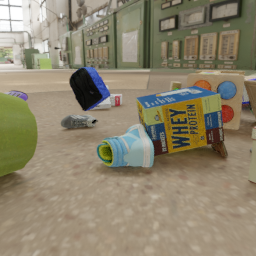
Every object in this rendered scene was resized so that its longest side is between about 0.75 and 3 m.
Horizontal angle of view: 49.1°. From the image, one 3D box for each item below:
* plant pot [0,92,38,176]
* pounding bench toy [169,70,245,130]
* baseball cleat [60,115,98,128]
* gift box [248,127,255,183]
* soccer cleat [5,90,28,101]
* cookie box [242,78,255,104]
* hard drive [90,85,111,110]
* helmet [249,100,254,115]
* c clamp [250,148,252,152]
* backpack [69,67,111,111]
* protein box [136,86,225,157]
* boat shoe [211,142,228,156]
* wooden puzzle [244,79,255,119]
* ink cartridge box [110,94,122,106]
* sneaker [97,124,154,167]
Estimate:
[{"bbox_3d":[-3.102,0.117,5.009,2.596,2.596,2.465,10,6,32],"label":"plant pot"},{"bbox_3d":[2.659,-1.140,10.295,2.892,1.797,2.256,6,17,22],"label":"pounding bench toy"},{"bbox_3d":[-1.598,-0.229,9.480,1.300,0.453,0.692,-15,21,-43],"label":"baseball cleat"},{"bbox_3d":[3.138,0.427,5.375,1.366,1.275,1.260,-15,22,-42],"label":"gift box"},{"bbox_3d":[-6.037,-1.389,13.709,2.149,0.733,0.786,0,39,-22],"label":"soccer cleat"},{"bbox_3d":[5.966,-1.778,13.049,2.868,1.078,2.454,-3,9,45],"label":"cookie box"},{"bbox_3d":[-1.443,-1.450,13.150,1.157,0.234,1.755,-7,36,-4],"label":"hard drive"},{"bbox_3d":[5.106,-0.936,10.008,1.476,1.548,1.548,-17,20,-22],"label":"helmet"},{"bbox_3d":[4.157,0.582,6.731,2.124,0.288,1.815,-6,16,-24],"label":"c clamp"},{"bbox_3d":[-1.248,-1.307,9.016,0.998,1.228,1.031,-32,1,25],"label":"backpack"},{"bbox_3d":[1.293,-0.277,7.518,1.831,1.235,1.817,-12,16,-3],"label":"protein box"},{"bbox_3d":[2.289,0.493,7.095,0.324,0.342,0.952,-16,13,13],"label":"boat shoe"},{"bbox_3d":[4.634,-0.683,8.708,0.377,1.872,2.023,-37,28,-12],"label":"wooden puzzle"},{"bbox_3d":[-0.898,-1.393,13.820,1.136,0.474,0.825,1,15,5],"label":"ink cartridge box"},{"bbox_3d":[-0.161,0.361,6.697,1.224,0.745,1.874,-1,14,-10],"label":"sneaker"}]
